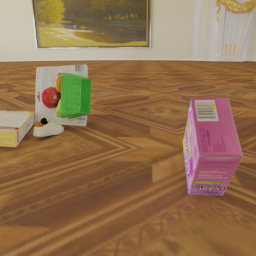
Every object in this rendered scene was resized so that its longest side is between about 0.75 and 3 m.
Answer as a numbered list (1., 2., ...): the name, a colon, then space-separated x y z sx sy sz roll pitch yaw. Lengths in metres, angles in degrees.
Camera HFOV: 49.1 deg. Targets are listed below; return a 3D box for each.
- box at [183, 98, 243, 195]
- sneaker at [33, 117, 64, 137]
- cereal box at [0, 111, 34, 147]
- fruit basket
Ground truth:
1. box: 1.373 0.343 4.834 0.641 1.327 1.167 -1 52 4
2. sneaker: -2.265 -0.068 8.184 0.450 0.523 1.235 6 8 18
3. cereal box: -3.741 -0.058 7.889 1.728 0.475 2.401 3 15 -8
4. fruit basket: -2.074 -1.006 8.727 1.984 1.837 0.930 2 2 30
